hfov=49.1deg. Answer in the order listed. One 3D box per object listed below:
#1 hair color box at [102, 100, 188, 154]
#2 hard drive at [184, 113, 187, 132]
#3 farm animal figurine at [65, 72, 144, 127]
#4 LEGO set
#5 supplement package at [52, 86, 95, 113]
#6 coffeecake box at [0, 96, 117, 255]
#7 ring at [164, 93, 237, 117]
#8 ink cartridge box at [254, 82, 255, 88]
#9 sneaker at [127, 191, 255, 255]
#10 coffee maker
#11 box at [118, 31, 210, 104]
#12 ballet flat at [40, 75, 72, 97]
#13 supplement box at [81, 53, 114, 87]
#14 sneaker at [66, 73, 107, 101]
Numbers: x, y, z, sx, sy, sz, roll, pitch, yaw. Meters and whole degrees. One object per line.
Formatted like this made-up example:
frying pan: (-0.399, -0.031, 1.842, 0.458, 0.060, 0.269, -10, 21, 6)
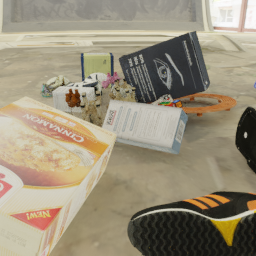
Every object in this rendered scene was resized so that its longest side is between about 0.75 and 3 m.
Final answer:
hair color box: (0.381, -0.058, 7.197, 2.048, 1.014, 0.621, 10, -13, 29)
hard drive: (1.023, -0.263, 8.987, 1.677, 0.276, 1.170, 5, 24, 12)
farm animal figurine: (-0.751, -0.813, 9.133, 2.261, 1.137, 1.826, -27, 40, -29)
LEGO set: (0.528, -0.447, 8.853, 2.502, 0.614, 1.869, -17, 18, 17)
supplement package: (-1.949, -1.048, 10.180, 1.338, 0.761, 0.733, 4, 25, 9)
coffeecake box: (-1.796, 0.701, 5.011, 2.267, 1.079, 2.953, 23, 28, 6)
ring: (2.417, -0.854, 10.053, 2.788, 0.268, 2.788, -4, 17, 1)
ink cartridge box: (6.135, -1.513, 10.232, 2.906, 1.109, 1.982, -9, 43, -17)
sneaker: (1.222, 1.494, 4.452, 2.500, 0.874, 1.125, -3, 5, -3)
coffee maker: (3.957, 0.439, 6.223, 2.297, 1.547, 2.207, -6, 59, -11)
box: (1.320, -2.025, 9.909, 2.673, 1.978, 1.395, -12, 15, 25)
ballet flat: (-3.032, -1.934, 12.317, 0.737, 0.737, 2.049, 10, 25, 23)
supplement box: (-1.422, -2.710, 13.104, 1.485, 1.487, 0.998, -3, 24, -7)
sneaker: (-1.285, -1.593, 11.327, 1.421, 0.872, 2.184, 21, 31, 37)
